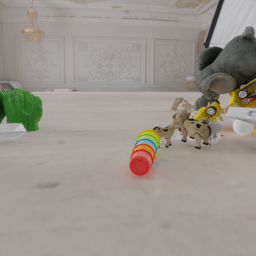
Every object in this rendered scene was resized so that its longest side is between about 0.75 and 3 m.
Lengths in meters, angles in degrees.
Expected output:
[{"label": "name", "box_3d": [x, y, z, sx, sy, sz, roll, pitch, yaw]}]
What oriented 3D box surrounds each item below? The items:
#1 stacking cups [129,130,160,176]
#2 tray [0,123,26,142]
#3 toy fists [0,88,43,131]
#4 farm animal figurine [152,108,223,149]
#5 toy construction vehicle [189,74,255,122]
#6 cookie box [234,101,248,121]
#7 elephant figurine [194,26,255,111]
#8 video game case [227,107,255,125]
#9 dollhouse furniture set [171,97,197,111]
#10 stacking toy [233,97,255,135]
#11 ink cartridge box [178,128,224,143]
[{"label": "stacking cups", "box_3d": [0.355, 0.503, 5.537, 0.545, 0.545, 1.800, 1, 14, 7]}, {"label": "tray", "box_3d": [-4.382, 0.202, 7.614, 2.961, 0.328, 1.590, -5, 10, -25]}, {"label": "toy fists", "box_3d": [-4.216, -0.672, 9.580, 2.756, 1.405, 0.948, 3, 10, 11]}, {"label": "farm animal figurine", "box_3d": [1.414, -0.029, 6.968, 1.508, 0.795, 1.525, 16, 30, 33]}, {"label": "toy construction vehicle", "box_3d": [3.607, -0.903, 9.537, 2.964, 1.044, 2.580, -36, 7, 35]}, {"label": "cookie box", "box_3d": [5.721, -0.628, 10.899, 2.002, 0.880, 2.341, -8, 12, -40]}, {"label": "elephant figurine", "box_3d": [3.082, -1.768, 9.367, 2.728, 2.117, 1.931, -23, 9, 24]}, {"label": "video game case", "box_3d": [4.312, -0.028, 6.723, 2.792, 0.326, 2.539, 13, 1, -27]}, {"label": "dollhouse furniture set", "box_3d": [3.269, -1.085, 15.767, 1.455, 0.710, 1.241, 31, 23, 23]}, {"label": "stacking toy", "box_3d": [4.160, -0.453, 8.831, 2.402, 1.755, 1.755, -22, 19, -27]}, {"label": "ink cartridge box", "box_3d": [2.152, 0.136, 8.119, 1.038, 0.323, 1.290, 6, 13, 31]}]
